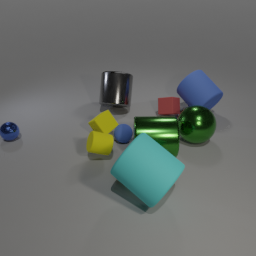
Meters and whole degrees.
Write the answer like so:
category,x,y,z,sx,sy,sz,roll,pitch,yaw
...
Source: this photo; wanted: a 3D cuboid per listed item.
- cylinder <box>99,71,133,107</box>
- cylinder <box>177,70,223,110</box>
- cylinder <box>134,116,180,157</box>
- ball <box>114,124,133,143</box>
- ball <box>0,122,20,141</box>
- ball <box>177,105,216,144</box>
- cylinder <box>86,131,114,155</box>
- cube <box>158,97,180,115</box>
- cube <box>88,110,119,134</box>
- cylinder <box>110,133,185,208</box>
category,x,y,z,sx,sy,sz,roll,pitch,yaw
cylinder,-0.522,-1.678,12.356,1.400,1.400,1.400,5,1,0
cylinder,3.024,-1.488,11.860,1.400,1.400,1.400,-22,65,-33
cylinder,0.901,0.306,9.337,1.400,1.400,1.400,0,30,0
ball,-0.172,0.193,10.279,0.700,0.700,0.700,0,30,0
ball,-4.409,0.120,10.416,0.700,0.700,0.700,0,30,0
ball,2.468,-0.131,10.129,1.400,1.400,1.400,0,30,0
cylinder,-0.922,0.499,9.166,0.700,0.700,0.700,12,24,-23
cube,1.744,-0.932,11.888,0.700,0.700,0.700,-1,1,36
cube,-0.920,-0.152,10.438,0.700,0.700,0.700,-41,12,-27
cylinder,0.502,1.074,7.276,1.400,1.400,1.400,39,41,9
